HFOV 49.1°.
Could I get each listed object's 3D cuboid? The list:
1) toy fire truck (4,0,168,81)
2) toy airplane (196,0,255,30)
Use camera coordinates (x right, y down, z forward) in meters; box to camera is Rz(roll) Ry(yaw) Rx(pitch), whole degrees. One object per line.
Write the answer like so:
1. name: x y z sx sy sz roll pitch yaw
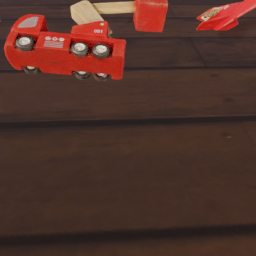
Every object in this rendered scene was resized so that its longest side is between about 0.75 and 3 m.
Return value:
1. toy fire truck: -0.421 -1.169 3.329 1.750 0.426 1.234 5 58 -2
2. toy airplane: 2.562 -2.666 5.605 3.002 0.552 3.002 -15 0 0
